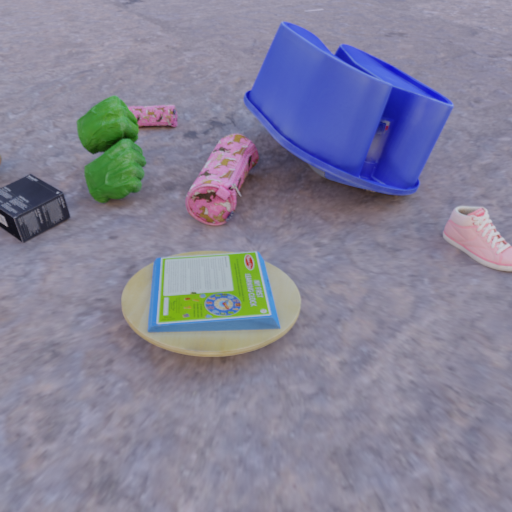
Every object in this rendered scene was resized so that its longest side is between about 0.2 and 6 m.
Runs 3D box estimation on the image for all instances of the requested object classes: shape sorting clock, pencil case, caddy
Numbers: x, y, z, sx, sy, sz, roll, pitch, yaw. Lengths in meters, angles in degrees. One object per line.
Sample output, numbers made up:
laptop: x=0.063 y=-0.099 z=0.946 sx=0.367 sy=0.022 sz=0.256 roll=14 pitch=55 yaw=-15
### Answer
shape sorting clock: x=-0.725 y=0.707 z=9.283 sx=2.934 sy=0.576 sz=2.934 roll=-1 pitch=30 yaw=1
pencil case: x=-0.675 y=-1.706 z=12.076 sx=1.099 sy=1.052 sz=2.540 roll=10 pitch=37 yaw=6
pencil case: x=-2.849 y=-3.760 z=15.131 sx=1.431 sy=0.592 sz=0.619 roll=-2 pitch=14 yaw=-2
caddy: x=1.841 y=-3.157 z=12.709 sx=3.637 sy=2.701 sz=5.145 roll=8 pitch=31 yaw=-28

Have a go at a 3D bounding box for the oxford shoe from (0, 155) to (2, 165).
oxford shoe: x=-7.111 y=-1.805 z=12.544 sx=2.812 sy=0.991 sz=1.052 roll=-14 pitch=11 yaw=-13

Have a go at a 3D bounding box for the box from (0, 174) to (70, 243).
box: x=-4.679 y=-0.994 z=11.442 sx=1.246 sy=0.649 sz=1.135 roll=28 pitch=49 yaw=31

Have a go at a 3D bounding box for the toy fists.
toy fists: x=-3.077 y=-2.356 z=12.242 sx=1.268 sy=0.855 sz=2.487 roll=-26 pitch=63 yaw=22

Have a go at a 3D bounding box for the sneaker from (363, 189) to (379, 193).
sneaker: x=2.573 y=-2.557 z=12.865 sx=0.989 sy=1.416 sz=2.846 roll=-12 pitch=38 yaw=-16

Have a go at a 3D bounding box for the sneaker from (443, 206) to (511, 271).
sneaker: x=4.299 y=-0.387 z=10.532 sx=0.606 sy=0.842 sz=1.610 roll=-25 pitch=45 yaw=-32
